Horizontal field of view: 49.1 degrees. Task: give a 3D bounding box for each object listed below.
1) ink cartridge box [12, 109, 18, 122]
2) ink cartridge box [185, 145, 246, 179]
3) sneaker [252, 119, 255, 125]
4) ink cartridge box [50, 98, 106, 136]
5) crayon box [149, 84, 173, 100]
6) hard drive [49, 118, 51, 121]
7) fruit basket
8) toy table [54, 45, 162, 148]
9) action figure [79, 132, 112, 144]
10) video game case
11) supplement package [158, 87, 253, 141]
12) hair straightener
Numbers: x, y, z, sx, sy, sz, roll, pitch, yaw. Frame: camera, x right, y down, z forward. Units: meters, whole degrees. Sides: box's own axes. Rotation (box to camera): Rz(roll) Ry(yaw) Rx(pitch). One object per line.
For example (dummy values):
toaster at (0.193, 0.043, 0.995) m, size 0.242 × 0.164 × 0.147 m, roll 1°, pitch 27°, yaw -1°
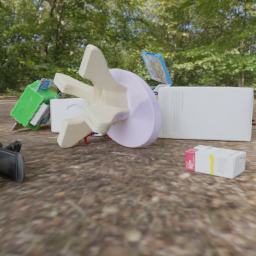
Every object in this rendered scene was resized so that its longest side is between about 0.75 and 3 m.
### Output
ink cartridge box at (-4.650, -0.830, 13.617) m, size 1.596 × 0.683 × 1.178 m, roll -13°, pitch 8°, yaw -6°
ink cartridge box at (1.587, 0.597, 5.099) m, size 0.902 × 0.376 × 0.655 m, roll 6°, pitch 10°, yaw 39°
sneaker at (5.452, -0.241, 11.935) m, size 0.334 × 0.281 × 0.763 m, roll -3°, pitch 4°, yaw -12°
ink cartridge box at (-1.198, -0.523, 10.433) m, size 2.078 × 1.197 × 2.847 m, roll 3°, pitch 8°, yaw 24°
crayon box at (1.101, -0.881, 11.278) m, size 1.989 × 1.716 × 0.580 m, roll 8°, pitch 45°, yaw 44°
hard drive at (-3.000, -0.494, 13.158) m, size 1.432 × 0.290 × 2.171 m, roll -1°, pitch 3°, yaw -9°
fruit basket at (-3.115, -0.822, 10.621) m, size 1.141 × 2.254 × 2.434 m, roll 40°, pitch 13°, yaw 13°
toy table at (-0.651, -0.634, 7.101) m, size 1.666 × 2.615 × 2.845 m, roll 3°, pitch 17°, yaw -39°
action figure at (-0.793, 0.183, 8.299) m, size 0.485 × 0.736 × 1.487 m, roll 10°, pitch 34°, yaw 39°
video game case at (1.126, -2.416, 11.260) m, size 0.155 × 1.244 × 1.739 m, roll -31°, pitch 26°, yaw -8°
supplement package at (2.358, -0.506, 8.846) m, size 2.688 × 1.577 × 1.571 m, roll 2°, pitch 8°, yaw 14°
hair straightener at (-2.598, 0.562, 5.313) m, size 1.099 × 0.585 × 2.857 m, roll -6°, pitch 5°, yaw -43°
